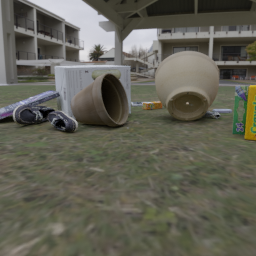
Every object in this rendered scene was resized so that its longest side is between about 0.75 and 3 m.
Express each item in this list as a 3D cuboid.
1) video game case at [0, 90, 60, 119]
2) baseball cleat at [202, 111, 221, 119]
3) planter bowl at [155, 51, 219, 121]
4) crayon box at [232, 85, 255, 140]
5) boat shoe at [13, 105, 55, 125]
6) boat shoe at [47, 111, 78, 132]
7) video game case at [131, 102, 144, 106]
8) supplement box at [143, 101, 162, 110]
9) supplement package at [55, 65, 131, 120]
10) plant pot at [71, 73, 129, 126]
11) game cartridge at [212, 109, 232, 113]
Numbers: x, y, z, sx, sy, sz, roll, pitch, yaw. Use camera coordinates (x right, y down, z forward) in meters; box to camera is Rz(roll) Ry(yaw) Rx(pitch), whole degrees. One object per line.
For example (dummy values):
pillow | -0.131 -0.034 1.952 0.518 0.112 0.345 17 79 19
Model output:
video game case | -4.454 -1.004 12.004 2.785 0.264 1.989 -25 18 -21
baseball cleat | 3.525 -0.574 12.047 0.904 0.315 0.481 0 11 3
planter bowl | 2.407 -1.470 11.392 2.698 2.698 1.816 1 48 7
crayon box | 4.326 -0.404 8.011 2.515 1.581 0.649 5 12 25
boat shoe | -3.554 -0.558 10.803 0.658 0.763 2.100 -4 5 17
boat shoe | -2.359 -0.243 9.570 1.547 0.562 0.485 21 16 38
video game case | 0.767 -1.425 16.713 1.076 0.138 1.183 0 12 -2
supplement box | 1.318 -1.202 15.028 1.101 0.366 0.379 -7 16 -30
supplement package | -1.584 -1.694 12.482 2.830 2.148 2.132 -7 15 -24
plant pot | -1.136 -0.878 10.473 1.675 1.930 1.930 -14 4 28
game cartridge | 4.640 -0.830 13.746 0.808 0.168 0.538 -2 16 -9
